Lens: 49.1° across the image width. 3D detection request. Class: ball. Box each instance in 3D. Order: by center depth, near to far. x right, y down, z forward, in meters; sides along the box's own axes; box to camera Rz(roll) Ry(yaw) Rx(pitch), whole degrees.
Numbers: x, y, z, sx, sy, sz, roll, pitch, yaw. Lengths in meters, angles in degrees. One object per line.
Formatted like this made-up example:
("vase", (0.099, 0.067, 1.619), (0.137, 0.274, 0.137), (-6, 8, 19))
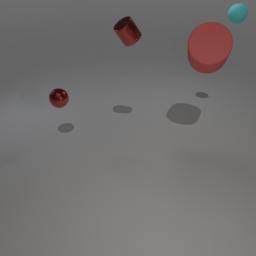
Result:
("ball", (-2.457, -1.061, 9.961), (0.700, 0.700, 0.700), (0, 31, 0))
("ball", (4.088, -4.253, 10.426), (0.700, 0.700, 0.700), (0, 31, 0))

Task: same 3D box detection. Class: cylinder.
("cylinder", (-0.013, -3.222, 9.360), (0.700, 0.700, 0.700), (-23, 42, 23))
("cylinder", (2.750, -2.685, 9.555), (1.400, 1.400, 1.400), (8, 1, 12))
